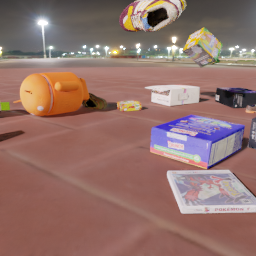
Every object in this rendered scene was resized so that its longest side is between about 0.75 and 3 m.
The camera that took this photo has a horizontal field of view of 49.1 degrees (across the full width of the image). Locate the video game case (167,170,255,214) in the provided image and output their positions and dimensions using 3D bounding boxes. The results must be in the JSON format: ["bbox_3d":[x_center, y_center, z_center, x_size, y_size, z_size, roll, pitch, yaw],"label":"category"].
[{"bbox_3d":[1.378,1.038,4.792,1.220,0.154,1.339,-1,15,-2],"label":"video game case"}]

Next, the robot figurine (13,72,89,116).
[{"bbox_3d":[-2.871,-1.307,10.767,2.011,1.631,2.796,32,30,35],"label":"robot figurine"}]

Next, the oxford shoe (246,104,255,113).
[{"bbox_3d":[5.185,-0.771,11.181,0.901,0.328,0.321,0,15,0],"label":"oxford shoe"}]

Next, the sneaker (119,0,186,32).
[{"bbox_3d":[0.623,-4.142,10.428,2.955,1.107,1.331,-4,40,43],"label":"sneaker"}]

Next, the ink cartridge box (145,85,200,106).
[{"bbox_3d":[2.064,-1.564,13.238,2.354,0.794,1.371,-8,17,-33],"label":"ink cartridge box"}]

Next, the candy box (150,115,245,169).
[{"bbox_3d":[1.672,0.247,6.691,1.520,0.692,1.798,16,21,41],"label":"candy box"}]

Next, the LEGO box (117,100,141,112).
[{"bbox_3d":[0.042,-0.932,11.774,0.858,0.331,0.639,-6,16,-21],"label":"LEGO box"}]

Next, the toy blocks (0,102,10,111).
[{"bbox_3d":[-5.759,-0.837,10.407,2.329,1.164,1.592,-7,5,-29],"label":"toy blocks"}]

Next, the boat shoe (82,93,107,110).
[{"bbox_3d":[-1.681,-1.169,12.123,1.695,0.610,0.576,13,19,41],"label":"boat shoe"}]

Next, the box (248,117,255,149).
[{"bbox_3d":[3.989,0.103,7.058,1.354,0.774,1.487,14,21,38],"label":"box"}]

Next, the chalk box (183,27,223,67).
[{"bbox_3d":[2.728,-2.730,9.854,1.267,0.784,0.788,33,-21,-24],"label":"chalk box"}]

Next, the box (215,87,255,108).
[{"bbox_3d":[5.042,-1.422,12.890,1.317,0.736,1.866,1,15,-8],"label":"box"}]
